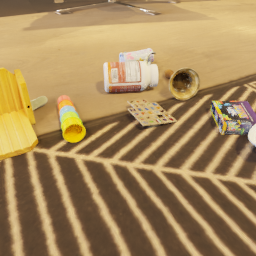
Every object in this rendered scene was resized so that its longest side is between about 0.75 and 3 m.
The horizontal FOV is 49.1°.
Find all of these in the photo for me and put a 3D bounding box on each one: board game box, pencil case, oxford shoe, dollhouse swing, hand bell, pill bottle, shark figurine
[{"bbox_3d":[4.354,-0.454,11.420,1.540,0.528,1.863,-1,35,1],"label":"board game box"},{"bbox_3d":[0.503,-4.121,16.394,2.040,0.848,0.925,-14,49,-20],"label":"pencil case"},{"bbox_3d":[-4.221,-0.995,12.347,1.404,0.528,0.405,-27,1,-22],"label":"oxford shoe"},{"bbox_3d":[-4.925,-0.523,10.095,2.895,2.631,2.545,-16,27,-23],"label":"dollhouse swing"},{"bbox_3d":[2.331,-2.524,14.097,1.502,1.502,2.886,-6,23,-9],"label":"hand bell"},{"bbox_3d":[0.123,-2.497,13.574,2.540,1.425,1.425,-3,35,-5],"label":"pill bottle"},{"bbox_3d":[1.118,-3.705,15.950,0.862,0.602,1.442,7,72,19],"label":"shark figurine"}]

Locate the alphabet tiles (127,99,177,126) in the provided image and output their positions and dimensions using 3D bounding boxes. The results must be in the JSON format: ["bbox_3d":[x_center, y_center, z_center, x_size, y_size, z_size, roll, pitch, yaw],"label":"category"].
[{"bbox_3d":[0.844,-0.705,11.832,1.657,0.075,1.982,-7,36,-29],"label":"alphabet tiles"}]

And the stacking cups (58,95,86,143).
[{"bbox_3d":[-2.456,-0.512,11.279,0.849,0.849,2.805,-13,35,-18],"label":"stacking cups"}]

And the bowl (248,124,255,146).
[{"bbox_3d":[5.368,0.379,9.439,2.289,1.029,2.289,-25,18,9],"label":"bowl"}]
